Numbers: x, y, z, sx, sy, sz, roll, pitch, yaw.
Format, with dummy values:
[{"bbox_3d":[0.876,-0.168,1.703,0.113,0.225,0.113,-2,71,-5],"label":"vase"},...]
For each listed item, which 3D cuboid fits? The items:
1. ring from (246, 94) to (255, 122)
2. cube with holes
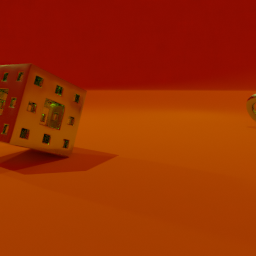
[{"bbox_3d":[3.796,-0.438,7.666,0.241,1.205,1.205,-42,23,-15],"label":"ring"},{"bbox_3d":[-1.642,-0.269,4.717,1.185,1.185,1.185,7,-9,36],"label":"cube with holes"}]
